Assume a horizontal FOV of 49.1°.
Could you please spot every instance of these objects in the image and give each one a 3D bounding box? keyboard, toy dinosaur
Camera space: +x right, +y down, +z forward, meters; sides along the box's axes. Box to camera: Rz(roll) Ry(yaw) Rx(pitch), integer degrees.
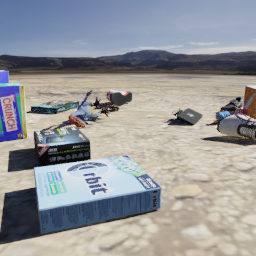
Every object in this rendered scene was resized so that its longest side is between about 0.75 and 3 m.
[{"bbox_3d":[2.737,-0.487,13.067,1.158,0.441,2.225,30,23,17],"label":"keyboard"},{"bbox_3d":[-1.888,-0.517,12.607,2.425,1.403,2.673,-29,-4,-44],"label":"toy dinosaur"}]

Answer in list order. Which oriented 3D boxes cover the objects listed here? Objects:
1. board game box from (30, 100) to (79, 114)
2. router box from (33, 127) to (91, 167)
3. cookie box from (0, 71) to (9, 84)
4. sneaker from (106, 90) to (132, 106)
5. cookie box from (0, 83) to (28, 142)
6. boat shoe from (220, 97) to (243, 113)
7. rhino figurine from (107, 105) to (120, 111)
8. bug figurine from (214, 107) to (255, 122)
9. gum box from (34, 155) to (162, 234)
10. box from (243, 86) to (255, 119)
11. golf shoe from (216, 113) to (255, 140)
[{"bbox_3d":[-4.018,-1.206,15.658,1.621,0.337,2.396,5,15,19],"label":"board game box"},{"bbox_3d":[-2.023,0.491,8.396,1.419,0.588,1.894,-6,15,-22],"label":"router box"},{"bbox_3d":[-6.329,-1.187,11.588,1.015,2.310,2.700,13,18,30],"label":"cookie box"},{"bbox_3d":[-0.868,-1.858,17.241,1.381,0.860,2.576,6,12,26],"label":"sneaker"},{"bbox_3d":[-4.720,-0.496,9.525,2.296,1.964,0.863,-9,20,-32],"label":"cookie box"},{"bbox_3d":[5.589,-1.254,15.102,0.805,0.695,2.215,12,19,40],"label":"boat shoe"},{"bbox_3d":[-0.833,-1.117,15.403,0.421,0.288,0.963,4,7,-40],"label":"rhino figurine"},{"bbox_3d":[5.109,-0.457,12.035,1.972,0.654,2.543,-12,18,-41],"label":"bug figurine"},{"bbox_3d":[-0.723,1.200,5.757,2.226,0.496,1.891,-5,15,-19],"label":"gum box"},{"bbox_3d":[6.561,-1.258,13.640,1.104,1.409,2.265,1,14,5],"label":"box"},{"bbox_3d":[4.279,0.005,9.858,2.194,0.847,0.967,3,18,12],"label":"golf shoe"}]
